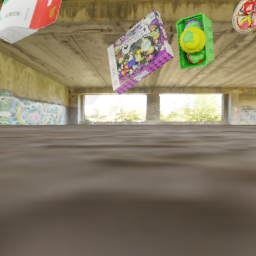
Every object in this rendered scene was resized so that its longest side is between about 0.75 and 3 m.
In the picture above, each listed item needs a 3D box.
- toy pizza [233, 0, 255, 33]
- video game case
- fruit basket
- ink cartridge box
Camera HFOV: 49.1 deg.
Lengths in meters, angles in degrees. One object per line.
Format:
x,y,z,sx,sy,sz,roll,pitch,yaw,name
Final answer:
4.046,-3.729,9.130,1.329,1.329,0.211,0,42,-23,toy pizza
0.302,-2.467,9.154,2.236,2.027,0.400,-30,-37,31,video game case
2.166,-2.912,9.509,1.852,1.852,1.336,-1,3,-41,fruit basket
-2.592,-3.696,7.591,0.715,2.298,2.855,20,-11,-39,ink cartridge box
